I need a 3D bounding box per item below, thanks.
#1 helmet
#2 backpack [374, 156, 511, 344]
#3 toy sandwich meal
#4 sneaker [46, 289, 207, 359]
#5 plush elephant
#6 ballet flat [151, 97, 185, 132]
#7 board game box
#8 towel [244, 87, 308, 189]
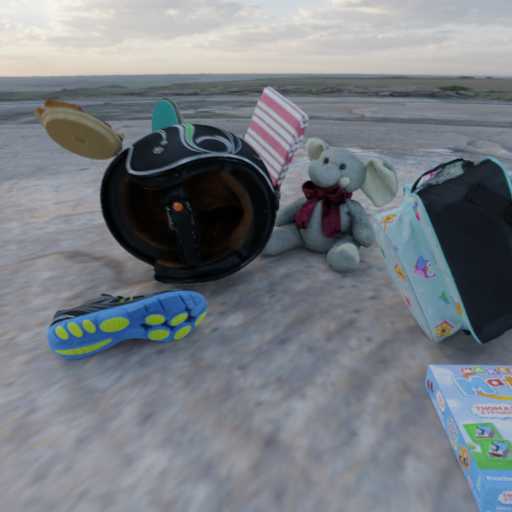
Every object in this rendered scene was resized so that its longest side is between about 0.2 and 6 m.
[{"bbox_3d":[-1.228,-1.005,10.218,3.010,3.010,2.870,-8,21,-21],"label":"helmet"},{"bbox_3d":[3.022,-0.150,8.410,2.141,2.455,2.793,-25,6,22],"label":"backpack"},{"bbox_3d":[-3.099,-2.292,10.024,1.608,0.551,1.608,12,-21,5],"label":"toy sandwich meal"},{"bbox_3d":[-1.844,0.823,8.136,2.305,0.817,0.955,-10,29,-17],"label":"sneaker"},{"bbox_3d":[1.542,-1.209,11.506,2.358,2.216,2.863,15,25,34],"label":"plush elephant"},{"bbox_3d":[-2.138,-2.755,14.619,0.955,2.833,0.902,10,28,22],"label":"ballet flat"},{"bbox_3d":[2.861,1.862,5.992,1.573,0.380,2.079,0,20,2],"label":"board game box"},{"bbox_3d":[0.286,-2.494,13.431,0.399,2.668,1.953,4,32,-34],"label":"towel"}]
